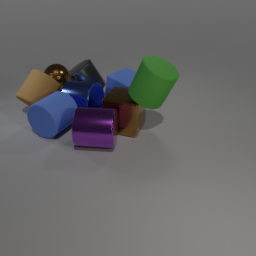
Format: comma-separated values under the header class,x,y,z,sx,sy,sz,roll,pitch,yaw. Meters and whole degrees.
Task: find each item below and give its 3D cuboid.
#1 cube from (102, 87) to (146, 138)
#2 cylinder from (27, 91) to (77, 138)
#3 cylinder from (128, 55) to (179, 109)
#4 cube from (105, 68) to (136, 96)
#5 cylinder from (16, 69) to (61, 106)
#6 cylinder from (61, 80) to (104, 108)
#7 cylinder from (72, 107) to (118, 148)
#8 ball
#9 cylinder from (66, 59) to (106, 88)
class,x,y,z,sx,sy,sz,roll,pitch,yaw
cube,-0.120,-0.660,11.022,1.400,1.400,1.400,11,31,15
cylinder,-2.877,-0.534,10.817,1.400,1.400,1.400,14,33,23
cylinder,0.901,-1.639,10.065,1.400,1.400,1.400,17,40,-15
cube,-0.054,-1.670,12.612,1.400,1.400,1.400,32,41,27
cylinder,-3.868,-1.584,12.166,1.400,1.400,1.400,21,77,32
cylinder,-1.953,-1.308,12.089,1.400,1.400,1.400,9,31,23
cylinder,-1.120,-0.021,9.887,1.400,1.400,1.400,3,30,5
ball,-3.671,-2.607,14.460,1.400,1.400,1.400,0,30,0
cylinder,-2.010,-2.349,13.530,1.400,1.400,1.400,-26,29,16
